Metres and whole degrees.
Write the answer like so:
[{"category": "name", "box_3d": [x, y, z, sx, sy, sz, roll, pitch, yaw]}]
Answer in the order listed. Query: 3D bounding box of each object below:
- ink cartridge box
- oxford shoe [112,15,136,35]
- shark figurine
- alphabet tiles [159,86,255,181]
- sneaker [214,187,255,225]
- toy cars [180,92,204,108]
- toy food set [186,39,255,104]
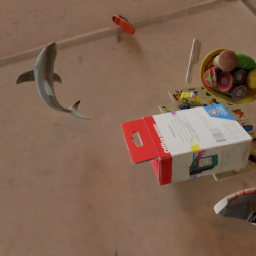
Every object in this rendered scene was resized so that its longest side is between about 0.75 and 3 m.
[{"category": "ink cartridge box", "box_3d": [1.179, 0.348, 6.147, 2.453, 0.825, 1.425, -10, 38, -6]}, {"category": "oxford shoe", "box_3d": [-0.071, -3.618, 9.685, 1.055, 0.375, 0.383, 44, 55, 16]}, {"category": "shark figurine", "box_3d": [-1.784, -0.834, 6.819, 1.254, 2.099, 0.876, -35, 39, -18]}, {"category": "alphabet tiles", "box_3d": [2.258, -0.031, 7.421, 2.415, 0.092, 2.902, -10, 56, -18]}, {"category": "sneaker", "box_3d": [3.023, 1.851, 6.051, 2.240, 0.863, 0.917, -1, 55, -8]}, {"category": "toy cars", "box_3d": [1.897, -0.652, 7.594, 0.501, 0.247, 1.118, -24, 60, -26]}, {"category": "toy food set", "box_3d": [2.674, -1.426, 7.301, 2.246, 0.734, 1.321, 17, 92, -13]}]
